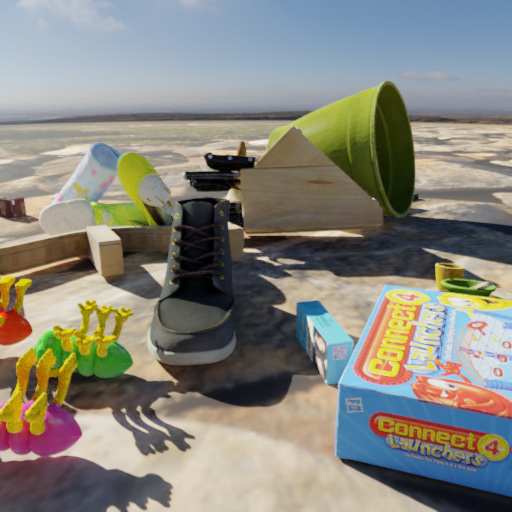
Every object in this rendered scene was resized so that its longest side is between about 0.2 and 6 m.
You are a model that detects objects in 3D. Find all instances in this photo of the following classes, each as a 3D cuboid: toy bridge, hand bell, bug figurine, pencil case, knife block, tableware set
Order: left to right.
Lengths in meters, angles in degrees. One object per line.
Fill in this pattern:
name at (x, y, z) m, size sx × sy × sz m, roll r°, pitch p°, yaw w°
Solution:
bug figurine at (-2.827, 1.176, 5.721) m, size 2.746 × 0.911 × 3.541 m, roll 7°, pitch 14°, yaw 3°
pencil case at (-3.784, -1.579, 12.557) m, size 0.859 × 2.065 × 0.937 m, roll 36°, pitch 29°, yaw -17°
toy bridge at (-2.794, -0.109, 10.211) m, size 4.951 × 0.674 × 1.664 m, roll -8°, pitch 16°, yaw -22°
hand bell at (-0.421, -2.202, 14.939) m, size 0.875 × 1.681 × 0.875 m, roll 4°, pitch 1°, yaw 0°
knife block at (0.297, -0.909, 11.893) m, size 3.719 × 3.265 × 1.190 m, roll 43°, pitch 0°, yaw 1°
tableware set at (3.973, 0.542, 8.070) m, size 3.115 × 0.478 × 2.099 m, roll 11°, pitch 12°, yaw 43°

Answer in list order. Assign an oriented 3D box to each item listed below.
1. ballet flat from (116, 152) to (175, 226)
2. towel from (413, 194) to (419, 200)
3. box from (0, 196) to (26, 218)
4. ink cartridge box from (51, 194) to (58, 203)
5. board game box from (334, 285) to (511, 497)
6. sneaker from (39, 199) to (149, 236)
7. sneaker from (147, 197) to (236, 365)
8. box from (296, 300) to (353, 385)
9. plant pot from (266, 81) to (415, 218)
ballet flat at (-1.936, -1.059, 11.043) m, size 0.787 × 2.349 × 0.785 m, roll 25°, pitch 62°, yaw 32°
towel at (3.479, -1.748, 16.234) m, size 2.061 × 0.224 × 1.511 m, roll -12°, pitch 22°, yaw -33°
box at (-6.223, -1.240, 14.185) m, size 0.557 × 0.462 × 0.457 m, roll 7°, pitch 19°, yaw 22°
ink cartridge box at (-5.157, -1.510, 15.310) m, size 0.740 × 0.312 × 0.540 m, roll -1°, pitch 17°, yaw -4°
board game box at (2.425, 1.237, 5.696) m, size 2.686 × 0.767 × 2.743 m, roll 7°, pitch 19°, yaw 19°
sneaker at (-3.340, -0.737, 12.179) m, size 2.474 × 0.937 × 1.299 m, roll 1°, pitch 3°, yaw -12°
sneaker at (-0.870, 0.191, 7.591) m, size 1.157 × 1.644 × 3.095 m, roll -1°, pitch 17°, yaw -4°
box at (0.806, 1.019, 6.839) m, size 0.314 × 0.525 × 1.277 m, roll -4°, pitch 17°, yaw -11°
plant pot at (2.003, -2.383, 13.912) m, size 3.063 × 3.181 × 3.181 m, roll -4°, pitch 13°, yaw 31°
